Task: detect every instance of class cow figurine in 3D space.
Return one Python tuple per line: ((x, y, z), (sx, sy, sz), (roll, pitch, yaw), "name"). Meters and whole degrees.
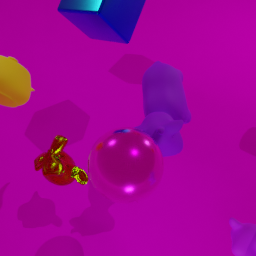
((0.551, -0.362, 4.708), (0.920, 1.649, 1.676), (-9, 84, 23), "cow figurine")
((1.802, 1.309, 3.387), (1.108, 0.608, 1.090), (-50, 21, 11), "cow figurine")

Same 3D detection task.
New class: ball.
((-0.027, 0.475, 3.608), (0.976, 0.976, 0.976), (0, 57, 0), "ball")

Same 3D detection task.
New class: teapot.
((-1.825, -0.720, 4.188), (0.864, 1.390, 0.680), (12, 72, 16), "teapot")

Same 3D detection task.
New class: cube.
((-0.465, -2.413, 5.396), (1.081, 1.081, 1.081), (19, 86, 33), "cube")

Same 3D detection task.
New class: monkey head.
((-1.264, 0.618, 5.268), (1.226, 0.739, 0.882), (19, 80, 35), "monkey head")
